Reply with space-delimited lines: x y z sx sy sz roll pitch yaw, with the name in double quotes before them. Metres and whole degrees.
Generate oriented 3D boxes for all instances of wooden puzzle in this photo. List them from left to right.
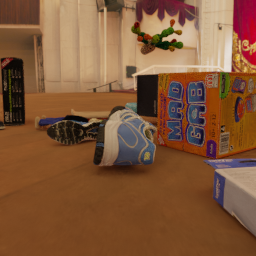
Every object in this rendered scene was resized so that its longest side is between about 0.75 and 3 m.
"wooden puzzle" -1.390 -0.534 12.721 2.334 0.435 2.159 3 8 -12

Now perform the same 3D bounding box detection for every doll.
"doll" -2.074 -0.203 10.045 2.261 0.548 1.542 2 9 12

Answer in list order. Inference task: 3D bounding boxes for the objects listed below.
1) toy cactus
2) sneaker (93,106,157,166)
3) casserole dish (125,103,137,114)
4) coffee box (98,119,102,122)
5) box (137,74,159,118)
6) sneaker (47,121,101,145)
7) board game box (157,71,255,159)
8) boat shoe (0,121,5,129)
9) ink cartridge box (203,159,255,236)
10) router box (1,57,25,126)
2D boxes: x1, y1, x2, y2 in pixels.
"toy cactus" 0.640 -2.241 7.050 1.443 0.738 1.191 1 -10 -23
"sneaker" 0.021 0.217 6.404 1.149 1.129 2.983 10 17 2
"casserole dish" 0.716 -1.111 15.739 1.690 0.541 2.789 -2 9 -12
"coffee box" -0.917 -0.145 10.622 1.116 0.245 0.686 5 11 29
"box" 2.346 -1.316 11.218 2.892 1.726 2.940 -8 11 -43
"sneaker" -1.525 0.138 8.054 1.736 0.682 0.774 1 -4 -41
"board game box" 2.118 -0.464 7.293 1.924 1.926 1.924 -7 11 -36
"boat shoe" -4.751 -0.111 10.332 0.336 0.280 0.900 -4 11 -34
"ink cartridge box" 2.086 0.918 3.215 1.550 0.545 2.598 -1 12 -10
"router box" -4.747 -1.537 11.678 0.823 2.648 1.985 -1 9 -19
